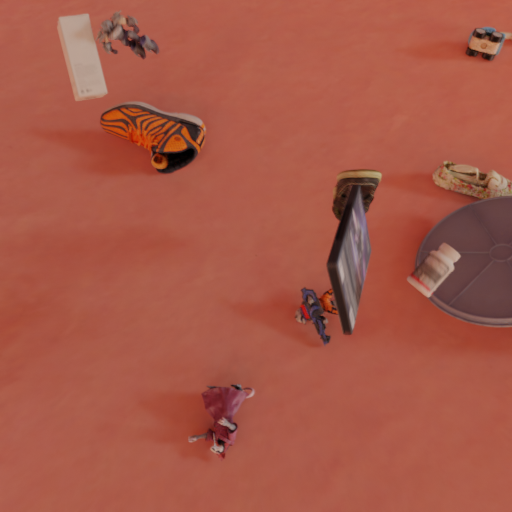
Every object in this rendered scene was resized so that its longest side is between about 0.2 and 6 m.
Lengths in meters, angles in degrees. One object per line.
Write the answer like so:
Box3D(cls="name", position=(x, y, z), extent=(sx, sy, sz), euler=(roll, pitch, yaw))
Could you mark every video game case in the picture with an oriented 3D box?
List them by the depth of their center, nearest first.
Box3D(cls="video game case", position=(1.436, 0.020, 8.427), extent=(0.181, 1.365, 1.910), euler=(-1, 40, 22))

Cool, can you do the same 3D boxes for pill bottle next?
Box3D(cls="pill bottle", position=(2.607, 0.195, 8.187), extent=(0.422, 0.422, 0.761), euler=(43, 96, 26))

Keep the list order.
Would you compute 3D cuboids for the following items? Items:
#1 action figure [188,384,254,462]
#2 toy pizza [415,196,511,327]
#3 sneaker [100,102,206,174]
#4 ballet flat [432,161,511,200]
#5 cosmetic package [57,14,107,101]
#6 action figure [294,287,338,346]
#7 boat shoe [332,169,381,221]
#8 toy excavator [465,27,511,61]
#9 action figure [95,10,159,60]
Box3D(cls="action figure", position=(-0.568, 2.837, 9.520), extent=(0.833, 0.926, 1.244), euler=(-19, 64, 36))
Box3D(cls="toy pizza", position=(4.803, 0.096, 10.902), extent=(3.316, 0.525, 3.316), euler=(-17, 42, 16))
Box3D(cls="sneaker", position=(-2.521, -2.742, 13.072), extent=(2.551, 0.990, 1.429), euler=(6, 54, 5))
Box3D(cls="ballet flat", position=(4.972, -1.666, 12.535), extent=(1.975, 0.631, 0.747), euler=(13, 55, 8))
Box3D(cls="cosmetic package", position=(-3.404, -3.841, 10.933), extent=(0.600, 1.479, 0.835), euler=(-14, 15, -19))
Box3D(cls="action figure", position=(1.294, 1.122, 10.761), extent=(1.128, 0.610, 1.166), euler=(-14, 83, -2))
Box3D(cls="boat shoe", position=(1.754, -1.030, 9.892), extent=(0.777, 2.122, 0.688), euler=(2, 85, 4))
Box3D(cls="toy excavator", position=(6.678, -6.069, 15.655), extent=(1.376, 0.707, 1.416), euler=(20, 48, 12))
Box3D(cls="action figure", position=(-2.495, -4.206, 10.768), extent=(0.863, 1.326, 0.460), euler=(-25, 76, 27))
